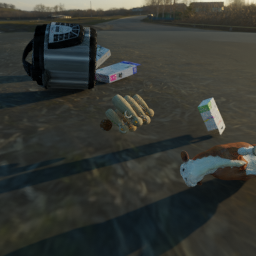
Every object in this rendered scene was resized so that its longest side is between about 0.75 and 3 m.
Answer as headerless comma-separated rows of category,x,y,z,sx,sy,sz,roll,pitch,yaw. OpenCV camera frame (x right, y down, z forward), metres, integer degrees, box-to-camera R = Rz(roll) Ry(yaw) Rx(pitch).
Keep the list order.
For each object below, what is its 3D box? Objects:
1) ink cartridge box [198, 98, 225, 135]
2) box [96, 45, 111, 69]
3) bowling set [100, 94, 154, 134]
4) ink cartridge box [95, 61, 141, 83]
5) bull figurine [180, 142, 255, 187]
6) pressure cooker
ink cartridge box,2.109,-0.268,7.050,0.289,0.859,0.503,-18,14,39
box,-2.133,-3.750,14.369,2.006,0.413,1.564,31,67,26
bowling set,-0.037,-0.152,6.335,0.808,1.048,1.505,48,24,11
ink cartridge box,-0.499,-2.579,12.777,2.030,0.426,1.211,-30,36,-35
bull figurine,1.856,0.580,4.654,2.051,0.668,1.245,-4,-3,-33
pressure cooker,-2.516,-2.613,10.465,2.700,2.411,2.374,2,6,-7
